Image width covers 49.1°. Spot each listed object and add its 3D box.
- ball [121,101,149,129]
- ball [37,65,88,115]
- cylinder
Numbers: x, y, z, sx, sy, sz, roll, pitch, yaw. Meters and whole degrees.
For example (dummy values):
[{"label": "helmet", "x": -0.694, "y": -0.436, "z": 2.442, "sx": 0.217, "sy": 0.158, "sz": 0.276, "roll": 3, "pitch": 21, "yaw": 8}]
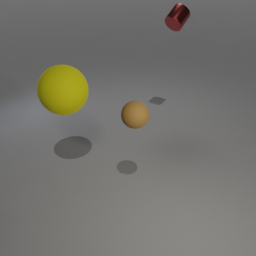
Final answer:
[{"label": "ball", "x": 0.175, "y": -0.328, "z": 6.952, "sx": 0.700, "sy": 0.700, "sz": 0.700, "roll": 0, "pitch": 29, "yaw": 0}, {"label": "ball", "x": -1.816, "y": -1.060, "z": 7.851, "sx": 1.400, "sy": 1.400, "sz": 1.400, "roll": 0, "pitch": 29, "yaw": 0}, {"label": "cylinder", "x": 1.823, "y": -4.064, "z": 10.315, "sx": 0.700, "sy": 0.700, "sz": 0.700, "roll": 25, "pitch": 74, "yaw": 37}]
